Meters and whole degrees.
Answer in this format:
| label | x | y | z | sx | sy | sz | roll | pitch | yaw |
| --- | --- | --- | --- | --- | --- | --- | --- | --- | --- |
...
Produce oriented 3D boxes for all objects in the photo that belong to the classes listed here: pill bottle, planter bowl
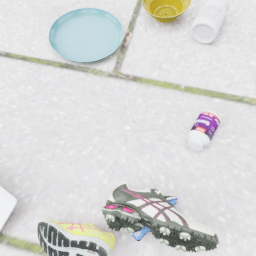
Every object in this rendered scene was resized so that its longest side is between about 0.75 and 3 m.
| label | x | y | z | sx | sy | sz | roll | pitch | yaw |
| --- | --- | --- | --- | --- | --- | --- | --- | --- | --- |
| pill bottle | 2.965 | -3.896 | 9.969 | 0.956 | 0.956 | 1.672 | 25 | 65 | 13 |
| pill bottle | 2.156 | 0.073 | 8.032 | 0.650 | 0.650 | 1.156 | 28 | 65 | 14 |
| planter bowl | 1.413 | -4.459 | 10.376 | 1.756 | 0.731 | 1.756 | -3 | 64 | 6 |

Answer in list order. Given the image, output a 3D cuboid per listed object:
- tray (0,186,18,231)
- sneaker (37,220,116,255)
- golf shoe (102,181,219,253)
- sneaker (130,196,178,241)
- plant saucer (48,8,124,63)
| label | x | y | z | sx | sy | sz | roll | pitch | yaw |
| --- | --- | --- | --- | --- | --- | --- | --- | --- | --- |
| tray | -4.042 | 1.600 | 7.083 | 2.693 | 0.299 | 1.446 | 33 | 95 | 12 |
| sneaker | -1.230 | 2.629 | 6.690 | 2.080 | 0.939 | 0.813 | 10 | 103 | 23 |
| golf shoe | 0.740 | 1.890 | 6.177 | 2.565 | 0.990 | 1.130 | 15 | 48 | 13 |
| sneaker | 0.659 | 2.236 | 6.999 | 1.536 | 0.603 | 0.685 | -30 | 88 | -21 |
| plant saucer | -1.471 | -3.263 | 9.985 | 2.639 | 0.362 | 2.639 | 0 | 61 | 0 |
